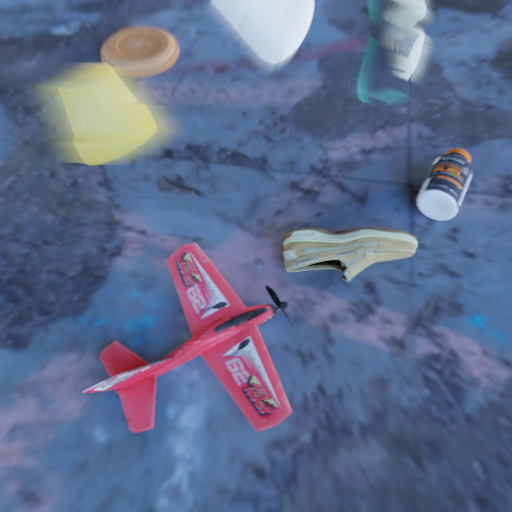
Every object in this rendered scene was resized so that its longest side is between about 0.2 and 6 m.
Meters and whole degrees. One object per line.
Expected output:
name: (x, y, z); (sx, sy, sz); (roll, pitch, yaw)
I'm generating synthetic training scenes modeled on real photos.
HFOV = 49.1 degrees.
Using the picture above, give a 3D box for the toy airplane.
toy airplane: (-0.772, 1.195, 6.984); (2.734, 0.503, 2.734); (1, 58, -1)

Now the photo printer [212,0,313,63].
photo printer: (0.082, -2.178, 4.781); (0.319, 0.919, 0.765); (-7, 50, 51)

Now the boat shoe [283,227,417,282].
boat shoe: (1.305, 0.029, 7.842); (1.858, 0.666, 0.708); (-1, 67, 9)

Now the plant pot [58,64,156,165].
plant pot: (-1.790, -1.684, 6.517); (0.957, 0.900, 0.957); (-19, 30, 12)

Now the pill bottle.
pill bottle: (2.942, -1.147, 8.627); (0.624, 0.624, 1.174); (22, 56, 16)

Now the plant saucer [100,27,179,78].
plant saucer: (-2.290, -4.055, 10.981); (1.519, 0.245, 1.519); (0, 55, 0)

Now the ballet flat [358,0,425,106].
ballet flat: (1.591, -2.592, 6.407); (0.694, 0.694, 1.898); (7, 74, 5)
